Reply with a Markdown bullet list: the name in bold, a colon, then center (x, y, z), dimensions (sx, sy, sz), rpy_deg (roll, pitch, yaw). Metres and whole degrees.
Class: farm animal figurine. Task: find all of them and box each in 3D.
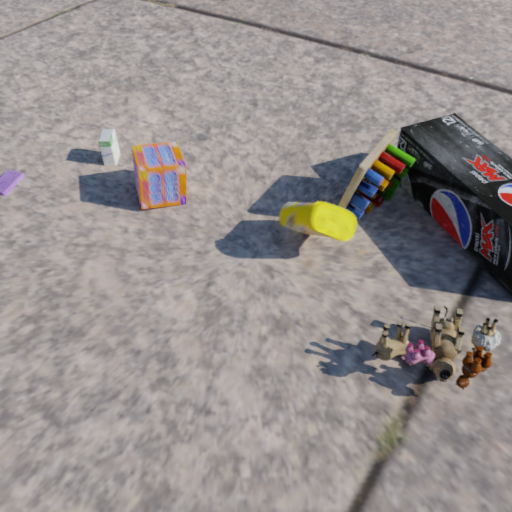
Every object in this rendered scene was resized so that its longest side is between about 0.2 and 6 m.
- **farm animal figurine**: center (2.908, 1.510, 9.044), dimensions (1.719, 0.896, 1.700), rpy_deg (17, 35, 26)

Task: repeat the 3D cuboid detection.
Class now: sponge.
- **sponge**: center (-5.662, -1.659, 12.702), dimensions (0.430, 0.115, 0.771), rpy_deg (13, 46, 12)

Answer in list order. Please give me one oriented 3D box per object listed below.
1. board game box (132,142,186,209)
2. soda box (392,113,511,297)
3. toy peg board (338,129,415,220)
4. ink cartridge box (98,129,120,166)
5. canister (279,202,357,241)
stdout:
- **board game box**: center (-2.087, -1.745, 12.101), dimensions (0.994, 0.994, 0.994), rpy_deg (-9, 44, -15)
- **soda box**: center (4.548, -1.147, 11.286), dimensions (1.516, 1.357, 4.285), rpy_deg (-17, 47, -15)
- **toy peg board**: center (2.501, -1.505, 11.612), dimensions (0.781, 1.597, 1.590), rpy_deg (34, 53, 11)
- **ink cartridge box**: center (-3.451, -2.541, 13.170), dimensions (0.311, 0.710, 0.516), rpy_deg (-2, 45, 3)
- **canister**: center (1.156, -0.690, 10.816), dimensions (0.983, 0.573, 1.323), rpy_deg (18, -2, -27)
